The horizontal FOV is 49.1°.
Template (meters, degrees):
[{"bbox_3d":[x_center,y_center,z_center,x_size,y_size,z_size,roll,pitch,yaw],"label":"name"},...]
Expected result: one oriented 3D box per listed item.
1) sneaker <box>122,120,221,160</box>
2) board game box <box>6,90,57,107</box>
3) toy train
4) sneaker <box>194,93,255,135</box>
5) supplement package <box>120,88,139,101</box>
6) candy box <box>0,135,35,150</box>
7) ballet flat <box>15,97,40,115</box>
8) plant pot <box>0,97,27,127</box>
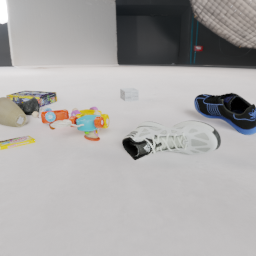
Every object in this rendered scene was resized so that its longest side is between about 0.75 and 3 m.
[{"bbox_3d":[0.956,0.474,7.174,2.536,0.957,1.459,3,23,37],"label":"sneaker"},{"bbox_3d":[-4.876,-1.507,14.316,1.921,0.545,1.588,5,19,17],"label":"board game box"},{"bbox_3d":[-1.835,-0.110,9.131,2.231,0.826,2.970,-8,15,-22],"label":"toy train"},{"bbox_3d":[3.370,-0.818,9.855,0.993,1.103,2.833,-37,39,-15],"label":"sneaker"},{"bbox_3d":[0.076,-1.849,15.426,0.796,0.566,1.021,-5,18,-15],"label":"supplement package"},{"bbox_3d":[-3.351,0.427,8.330,1.028,0.136,0.525,-14,23,-39],"label":"candy box"},{"bbox_3d":[-5.078,-1.037,12.242,2.720,0.773,0.904,4,17,13],"label":"ballet flat"},{"bbox_3d":[-4.257,-0.459,10.180,1.090,1.021,1.021,25,25,23],"label":"plant pot"}]
